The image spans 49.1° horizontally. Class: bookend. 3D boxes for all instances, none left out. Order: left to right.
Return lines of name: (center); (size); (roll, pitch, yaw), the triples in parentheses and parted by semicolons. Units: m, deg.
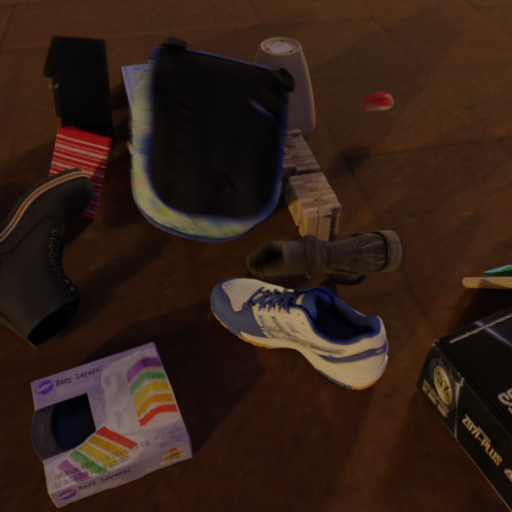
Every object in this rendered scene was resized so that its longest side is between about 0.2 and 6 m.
bookend: (-3.897, -3.250, 12.186); (1.039, 2.242, 2.256); (-6, 3, -25)

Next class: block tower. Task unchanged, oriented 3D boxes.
block tower: (0.899, -1.410, 11.026); (0.722, 0.773, 2.675); (-10, 48, -10)

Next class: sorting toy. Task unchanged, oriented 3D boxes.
sorting toy: (4.552, 0.228, 8.926); (1.890, 1.749, 0.345); (-9, 89, -12)

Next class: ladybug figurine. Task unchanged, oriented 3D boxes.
ladybug figurine: (2.784, -3.554, 12.864); (0.809, 0.291, 0.549); (-13, 43, -18)

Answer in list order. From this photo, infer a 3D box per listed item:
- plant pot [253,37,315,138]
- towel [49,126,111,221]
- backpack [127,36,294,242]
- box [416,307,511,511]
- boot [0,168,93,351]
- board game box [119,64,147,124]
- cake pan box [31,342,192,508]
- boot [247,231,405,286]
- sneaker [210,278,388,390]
plant pot: (0.520, -3.794, 12.547); (1.759, 1.878, 1.759); (0, 46, 0)
towel: (-3.456, -1.615, 10.846); (1.182, 1.635, 0.184); (16, 7, 16)
backpack: (-0.903, -1.801, 10.038); (2.772, 2.226, 3.029); (8, 73, -21)
box: (3.995, 1.818, 7.551); (2.721, 1.172, 2.229); (-18, 49, -17)
boot: (-3.357, 0.034, 9.484); (2.116, 1.185, 3.059); (29, 65, 20)
board game box: (-1.743, -3.340, 13.096); (2.373, 0.448, 4.610); (-12, 47, -10)
cake pan box: (-2.036, 2.228, 7.649); (1.902, 0.498, 1.752); (-16, 46, -15)
boot: (0.850, 0.024, 8.484); (2.063, 2.369, 0.820); (-3, 81, -17)
sneaker: (0.622, 0.819, 8.453); (2.962, 1.306, 1.115); (21, 51, 21)
